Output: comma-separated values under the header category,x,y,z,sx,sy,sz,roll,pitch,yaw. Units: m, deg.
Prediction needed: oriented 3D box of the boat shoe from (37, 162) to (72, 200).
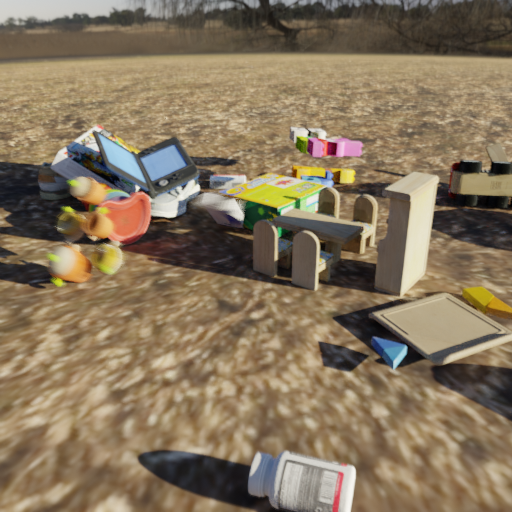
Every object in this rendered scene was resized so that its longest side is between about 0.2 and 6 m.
category,x,y,z,sx,sy,sz,roll,pitch,yaw
boat shoe,-4.141,-2.018,13.203,0.862,0.789,2.307,10,27,21

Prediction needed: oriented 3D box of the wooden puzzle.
category,x,y,z,sx,sy,sz,roll,pitch,yaw
wooden puzzle,2.477,0.960,7.447,2.375,0.278,1.602,-9,22,-18

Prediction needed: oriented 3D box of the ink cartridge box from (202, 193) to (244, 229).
category,x,y,z,sx,sy,sz,roll,pitch,yaw
ink cartridge box,-0.576,-0.814,10.356,0.565,0.221,1.193,12,-15,13

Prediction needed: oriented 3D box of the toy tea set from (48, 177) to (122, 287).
category,x,y,z,sx,sy,sz,roll,pitch,yaw
toy tea set,-2.811,-0.424,8.793,1.095,0.682,1.842,-27,61,16

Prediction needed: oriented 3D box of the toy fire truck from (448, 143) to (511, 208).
category,x,y,z,sx,sy,sz,roll,pitch,yaw
toy fire truck,5.211,-1.862,12.585,1.751,1.280,1.989,3,14,8

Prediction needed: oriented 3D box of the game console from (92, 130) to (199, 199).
category,x,y,z,sx,sy,sz,roll,pitch,yaw
game console,-2.265,-2.101,11.421,1.599,1.108,1.873,-26,42,-7

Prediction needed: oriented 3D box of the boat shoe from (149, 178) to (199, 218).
category,x,y,z,sx,sy,sz,roll,pitch,yaw
boat shoe,-1.788,-1.404,11.943,0.843,0.734,2.288,7,26,14

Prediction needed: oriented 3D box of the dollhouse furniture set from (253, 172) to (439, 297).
category,x,y,z,sx,sy,sz,roll,pitch,yaw
dollhouse furniture set,1.469,-0.588,9.093,2.471,1.642,2.166,17,30,32

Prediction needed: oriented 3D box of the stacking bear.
category,x,y,z,sx,sy,sz,roll,pitch,yaw
stacking bear,-2.765,-0.897,10.602,0.995,0.932,1.639,-20,31,-28

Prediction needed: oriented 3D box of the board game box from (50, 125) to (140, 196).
category,x,y,z,sx,sy,sz,roll,pitch,yaw
board game box,-3.333,-2.055,12.711,1.712,0.469,2.712,32,22,-12

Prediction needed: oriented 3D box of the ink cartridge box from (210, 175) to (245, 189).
category,x,y,z,sx,sy,sz,roll,pitch,yaw
ink cartridge box,-0.675,-1.889,13.580,0.832,0.246,1.040,0,26,0

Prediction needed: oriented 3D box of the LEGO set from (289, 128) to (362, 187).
category,x,y,z,sx,sy,sz,roll,pitch,yaw
LEGO set,1.683,-2.164,13.038,1.437,1.336,3.503,1,18,-5

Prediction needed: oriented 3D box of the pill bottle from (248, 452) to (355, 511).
category,x,y,z,sx,sy,sz,roll,pitch,yaw
pill bottle,0.395,1.996,4.894,0.878,0.486,0.486,8,26,16

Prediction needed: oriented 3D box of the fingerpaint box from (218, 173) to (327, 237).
category,x,y,z,sx,sy,sz,roll,pitch,yaw
fingerpaint box,0.346,-1.059,11.299,1.473,0.647,1.765,18,30,32
